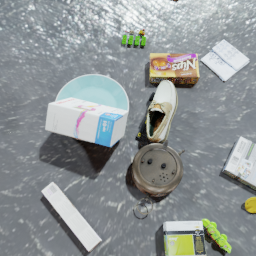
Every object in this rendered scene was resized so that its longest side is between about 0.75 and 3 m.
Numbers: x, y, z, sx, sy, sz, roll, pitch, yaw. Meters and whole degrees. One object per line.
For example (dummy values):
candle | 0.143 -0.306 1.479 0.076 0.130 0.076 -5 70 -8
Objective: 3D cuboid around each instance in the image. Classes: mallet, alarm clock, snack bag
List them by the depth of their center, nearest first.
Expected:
alarm clock | 0.921 1.665 9.603 1.767 0.872 2.620 18 72 7
mallet | 0.723 -0.511 10.721 0.650 0.406 1.972 34 75 3
snack bag | 4.053 -2.864 11.789 1.586 0.170 1.496 -38 73 -14

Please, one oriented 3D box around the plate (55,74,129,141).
plate | -1.391 -0.782 10.833 2.872 0.367 2.872 0 68 -1

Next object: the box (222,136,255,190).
box | 4.539 1.372 9.937 1.884 0.388 1.468 28 71 12

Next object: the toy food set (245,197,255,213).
toy food set | 4.383 2.575 9.532 0.891 0.291 0.524 -3 92 1

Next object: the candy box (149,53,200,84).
candy box | 1.858 -2.421 11.403 1.952 0.551 1.139 1 68 2

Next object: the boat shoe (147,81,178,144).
boat shoe | 1.206 -0.635 10.109 0.888 0.813 2.376 4 82 29

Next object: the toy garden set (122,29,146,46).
toy garden set | 0.286 -3.941 12.226 1.019 0.203 0.850 5 70 3

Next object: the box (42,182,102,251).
box | -1.880 2.894 9.253 0.526 0.491 2.538 -41 73 -15

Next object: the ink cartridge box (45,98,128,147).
ink cartridge box | -1.351 -0.264 9.514 2.319 1.676 0.981 13 105 11

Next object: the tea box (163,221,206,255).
tea box | 1.757 3.550 8.830 1.161 0.776 1.142 -1 68 0

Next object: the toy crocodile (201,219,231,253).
toy crocodile | 2.841 3.463 9.031 0.392 0.429 1.270 -43 80 17
